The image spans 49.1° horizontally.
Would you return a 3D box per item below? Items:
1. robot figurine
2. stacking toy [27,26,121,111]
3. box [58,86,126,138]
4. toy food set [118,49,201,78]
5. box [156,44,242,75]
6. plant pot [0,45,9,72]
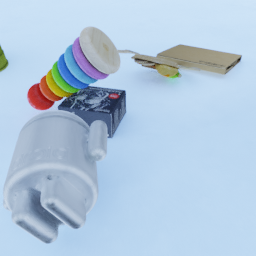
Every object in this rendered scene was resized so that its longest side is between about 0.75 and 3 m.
[{"bbox_3d":[-1.321,0.663,5.112,2.253,1.500,2.657,-27,34,8],"label":"robot figurine"},{"bbox_3d":[-1.545,-1.230,6.995,2.789,1.191,1.191,-30,22,30],"label":"stacking toy"},{"bbox_3d":[-0.897,-0.491,7.478,1.440,0.750,1.311,8,36,12],"label":"box"},{"bbox_3d":[0.928,-2.120,9.658,2.679,0.538,1.849,9,11,-22],"label":"toy food set"},{"bbox_3d":[2.853,-2.804,11.153,2.778,0.296,2.271,20,34,28],"label":"box"},{"bbox_3d":[-5.960,-3.348,10.123,2.586,2.490,2.586,0,35,0],"label":"plant pot"}]
